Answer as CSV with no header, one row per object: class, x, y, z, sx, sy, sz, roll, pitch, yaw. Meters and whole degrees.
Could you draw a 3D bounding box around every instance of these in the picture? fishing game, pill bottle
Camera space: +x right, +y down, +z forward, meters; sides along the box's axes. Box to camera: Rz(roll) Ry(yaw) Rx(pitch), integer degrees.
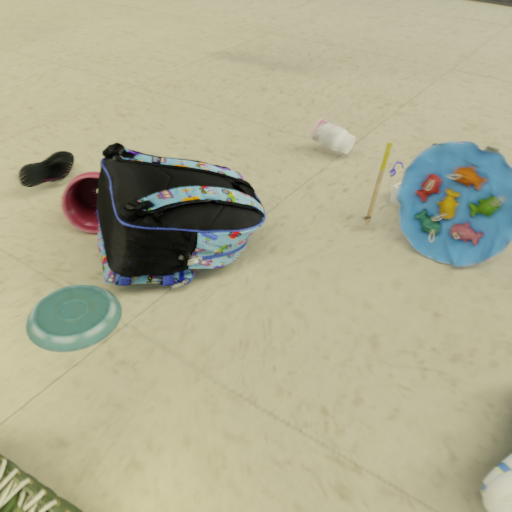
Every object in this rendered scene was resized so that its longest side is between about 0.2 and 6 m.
fishing game,3.396,-0.855,9.506,3.090,2.213,0.480,28,27,24
pill bottle,1.772,-2.736,12.885,0.914,0.518,0.518,32,47,20

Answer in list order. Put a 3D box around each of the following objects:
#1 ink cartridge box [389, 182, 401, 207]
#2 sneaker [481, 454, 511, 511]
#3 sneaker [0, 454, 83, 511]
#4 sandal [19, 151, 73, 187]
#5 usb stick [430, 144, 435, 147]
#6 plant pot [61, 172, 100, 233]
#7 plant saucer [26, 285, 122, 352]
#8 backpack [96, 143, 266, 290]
ink cartridge box,3.329,-1.178,11.416,0.716,0.404,0.975,-25,45,-27
sneaker,3.518,2.222,6.775,2.745,1.039,1.442,-9,26,-22
sneaker,-2.773,2.632,5.720,3.201,1.437,1.073,15,41,18
sandal,-4.320,-1.798,11.866,0.375,0.589,1.568,11,29,19
usb stick,4.096,-2.424,13.219,0.263,0.155,0.948,20,42,33
plant pot,-3.114,-1.135,10.896,1.160,1.160,1.038,-6,23,-8
plant saucer,-2.908,0.920,8.921,1.487,0.204,1.487,1,39,0
backpack,-1.291,-0.644,9.632,2.637,1.774,2.407,-1,37,-25
